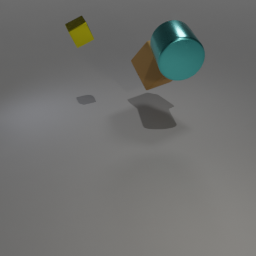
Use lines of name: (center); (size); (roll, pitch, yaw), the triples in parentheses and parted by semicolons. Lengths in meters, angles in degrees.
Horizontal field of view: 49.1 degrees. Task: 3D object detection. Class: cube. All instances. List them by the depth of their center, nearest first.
cube: (-1.727, -3.429, 9.986); (0.700, 0.700, 0.700); (-28, 46, 0)
cube: (1.233, -2.523, 10.888); (1.400, 1.400, 1.400); (-23, 83, -31)

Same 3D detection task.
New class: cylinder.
cylinder: (1.492, -2.414, 8.690); (1.400, 1.400, 1.400); (-4, 41, -6)
